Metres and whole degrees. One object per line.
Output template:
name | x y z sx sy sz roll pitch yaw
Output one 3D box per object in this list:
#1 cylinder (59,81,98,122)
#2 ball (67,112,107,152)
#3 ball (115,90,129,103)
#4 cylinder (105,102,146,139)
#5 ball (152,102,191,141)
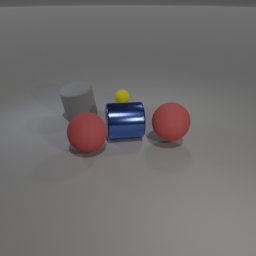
cylinder | -2.137 -1.113 12.263 1.400 1.400 1.400 -7 34 5
ball | -1.430 0.151 9.801 1.400 1.400 1.400 0 27 0
ball | -0.279 -1.454 13.261 0.700 0.700 0.700 0 27 0
cylinder | -0.135 -0.291 10.856 1.400 1.400 1.400 -3 27 -8
ball | 1.567 -0.232 10.214 1.400 1.400 1.400 0 27 0
